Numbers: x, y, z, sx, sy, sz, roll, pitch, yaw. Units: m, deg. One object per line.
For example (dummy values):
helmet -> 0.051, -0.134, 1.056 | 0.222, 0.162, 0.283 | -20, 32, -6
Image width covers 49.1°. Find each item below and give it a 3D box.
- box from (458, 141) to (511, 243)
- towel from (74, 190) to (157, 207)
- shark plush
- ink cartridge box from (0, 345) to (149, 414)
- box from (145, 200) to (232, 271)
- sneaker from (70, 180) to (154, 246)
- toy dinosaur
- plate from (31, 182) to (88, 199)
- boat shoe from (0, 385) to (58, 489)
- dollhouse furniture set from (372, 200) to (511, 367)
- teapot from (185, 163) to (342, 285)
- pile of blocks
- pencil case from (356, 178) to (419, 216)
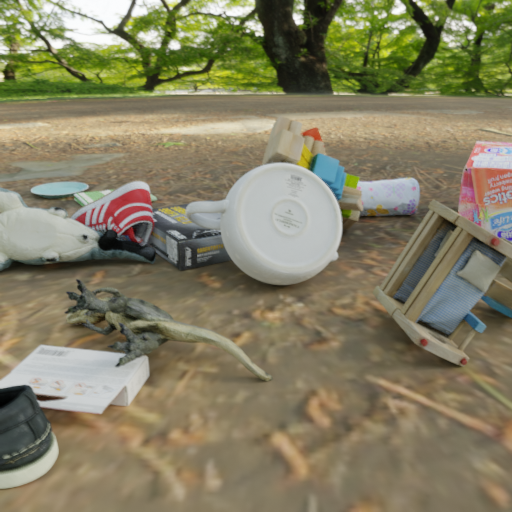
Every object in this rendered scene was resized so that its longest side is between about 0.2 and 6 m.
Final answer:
box -> 4.914, -1.240, 10.892 | 1.652, 1.524, 3.220 | 8, 22, 21
towel -> -3.327, -1.343, 13.171 | 1.623, 0.190, 1.238 | -11, 23, -29
shark plush -> -3.308, -0.395, 9.426 | 3.211, 1.459, 1.338 | -4, -10, 1
ink cartridge box -> -1.899, 1.329, 5.689 | 1.285, 0.287, 1.132 | 4, 19, 11
box -> -1.064, -0.446, 10.184 | 1.723, 0.526, 2.175 | -12, 24, -29
sneaker -> -2.563, -0.454, 9.766 | 1.848, 1.040, 0.658 | -30, -31, 18
toy dinosaur -> -1.313, 0.797, 6.291 | 2.935, 0.697, 1.294 | 14, -3, 32
plate -> -4.863, -1.612, 13.905 | 1.357, 0.173, 1.357 | -1, 21, 0
boat shoe -> -2.971, 1.423, 4.661 | 2.486, 0.824, 0.929 | 1, 20, 3
dollhouse furniture set -> 2.865, 0.561, 6.829 | 2.069, 1.458, 1.450 | 26, 15, -17
teapot -> 0.237, -0.406, 8.673 | 1.955, 1.981, 1.447 | -32, -1, -21
pile of blocks -> 1.191, -1.494, 9.743 | 1.395, 1.056, 3.398 | 10, -12, 23
pencil case -> 2.529, -1.267, 12.008 | 1.866, 0.776, 0.846 | 0, 59, -3
